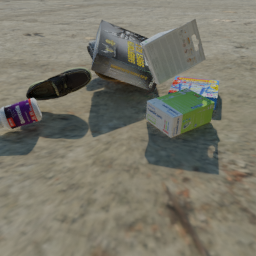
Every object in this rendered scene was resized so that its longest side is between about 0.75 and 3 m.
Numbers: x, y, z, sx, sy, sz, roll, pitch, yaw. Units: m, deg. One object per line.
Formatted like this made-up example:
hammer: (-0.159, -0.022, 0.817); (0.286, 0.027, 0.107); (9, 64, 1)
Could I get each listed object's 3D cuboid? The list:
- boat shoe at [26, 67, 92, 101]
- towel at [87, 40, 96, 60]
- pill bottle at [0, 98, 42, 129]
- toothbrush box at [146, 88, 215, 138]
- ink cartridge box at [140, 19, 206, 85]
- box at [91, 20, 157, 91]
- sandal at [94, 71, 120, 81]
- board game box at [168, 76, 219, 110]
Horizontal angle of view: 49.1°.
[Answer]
boat shoe: (-2.112, -1.249, 8.592); (2.094, 0.767, 0.679); (-19, 26, 8)
towel: (-0.879, -2.958, 11.578); (1.204, 1.454, 0.622); (-24, -6, -31)
pill bottle: (-3.003, -0.358, 7.659); (1.157, 0.650, 0.650); (-20, 35, -11)
toothbrush box: (1.488, -0.485, 8.067); (1.582, 0.681, 1.152); (-19, 38, -29)
ink cartridge box: (1.411, -2.350, 8.652); (1.759, 1.415, 0.440); (-30, 33, -6)
box: (-0.071, -2.748, 10.304); (2.312, 0.705, 2.919); (17, 38, -15)
sandal: (-0.355, -2.242, 10.912); (2.369, 0.952, 0.640); (-15, -9, -39)
board game box: (2.255, -1.231, 9.558); (1.576, 0.441, 1.544); (9, 32, 14)
